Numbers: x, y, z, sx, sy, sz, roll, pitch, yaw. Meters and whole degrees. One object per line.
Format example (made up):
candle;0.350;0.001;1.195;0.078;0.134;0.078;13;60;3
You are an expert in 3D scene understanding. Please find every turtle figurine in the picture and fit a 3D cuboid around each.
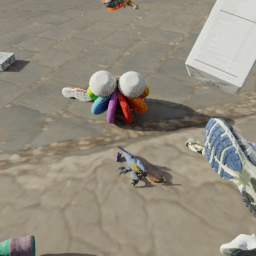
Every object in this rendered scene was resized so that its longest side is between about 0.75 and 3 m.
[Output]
turtle figurine;-3.029;2.357;4.247;2.972;1.497;2.225;0;37;-9

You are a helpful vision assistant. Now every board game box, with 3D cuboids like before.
board game box;-5.347;-2.787;11.687;0.818;0.356;1.108;7;40;8

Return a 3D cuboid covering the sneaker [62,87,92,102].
sneaker;-1.671;-1.250;9.649;1.169;0.450;0.479;15;34;17

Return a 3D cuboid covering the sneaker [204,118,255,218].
sneaker;2.815;0.847;6.468;1.186;1.073;2.785;-11;53;-25

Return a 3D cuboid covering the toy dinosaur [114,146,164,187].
toy dinosaur;0.099;0.947;6.958;1.242;0.652;1.127;26;19;-24

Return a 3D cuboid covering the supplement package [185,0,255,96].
supplement package;1.890;-1.625;4.868;1.023;1.799;0.985;29;6;15

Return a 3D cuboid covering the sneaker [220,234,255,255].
sneaker;2.121;2.221;5.293;0.877;0.308;0.351;0;31;-12

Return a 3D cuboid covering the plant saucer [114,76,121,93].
plant saucer;-0.410;-1.349;9.052;1.449;1.449;0.265;-5;75;-6

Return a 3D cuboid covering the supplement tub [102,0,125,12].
supplement tub;-0.398;-3.030;6.084;0.517;0.844;0.517;-17;35;12

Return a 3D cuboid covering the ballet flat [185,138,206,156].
ballet flat;1.971;0.570;7.380;1.011;0.341;0.322;24;45;38

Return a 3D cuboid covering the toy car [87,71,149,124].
toy car;-0.307;-0.807;8.438;1.887;1.651;1.415;2;74;2

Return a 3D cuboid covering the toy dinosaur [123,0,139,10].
toy dinosaur;-0.155;-4.376;9.227;0.826;0.470;1.555;-20;75;-17
